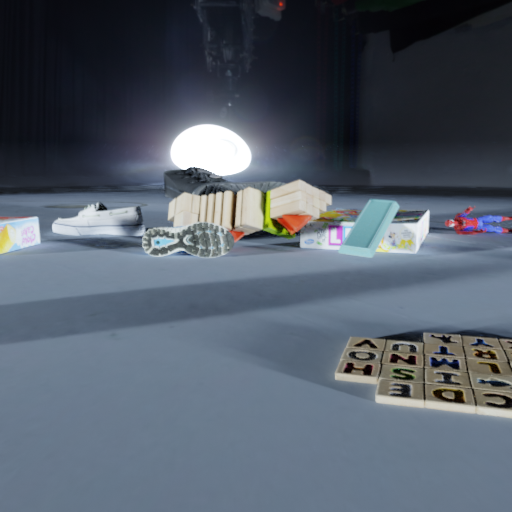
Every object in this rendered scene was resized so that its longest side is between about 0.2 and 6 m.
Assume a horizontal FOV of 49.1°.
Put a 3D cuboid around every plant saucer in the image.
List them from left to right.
[{"bbox_3d":[2.287,-0.614,11.272,0.696,0.189,1.991,8,38,27],"label":"plant saucer"}]

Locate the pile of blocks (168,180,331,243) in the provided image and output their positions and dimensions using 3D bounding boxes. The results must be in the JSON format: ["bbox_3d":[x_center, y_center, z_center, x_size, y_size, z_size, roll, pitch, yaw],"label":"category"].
[{"bbox_3d":[-0.222,-0.703,12.237,3.685,1.145,1.513,-3,-17,22],"label":"pile of blocks"}]

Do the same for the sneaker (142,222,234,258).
[{"bbox_3d":[-1.316,-0.364,11.259,1.807,0.708,0.813,2,8,6],"label":"sneaker"}]

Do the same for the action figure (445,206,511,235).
[{"bbox_3d":[5.892,-0.872,14.355,1.958,0.639,0.969,-1,-7,-3],"label":"action figure"}]

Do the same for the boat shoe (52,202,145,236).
[{"bbox_3d":[-4.114,-0.990,14.681,2.503,0.836,0.921,1,9,6],"label":"boat shoe"}]

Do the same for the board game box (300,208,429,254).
[{"bbox_3d":[2.726,-0.681,13.376,2.467,0.628,3.669,3,10,20],"label":"board game box"}]

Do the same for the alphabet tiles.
[{"bbox_3d":[1.860,0.985,4.934,2.189,0.083,1.830,3,10,16],"label":"alphabet tiles"}]

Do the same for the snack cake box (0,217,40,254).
[{"bbox_3d":[-5.611,-0.449,11.956,1.109,0.648,1.928,-1,9,7],"label":"snack cake box"}]

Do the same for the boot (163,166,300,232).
[{"bbox_3d":[-0.661,-1.621,15.322,3.180,1.266,3.858,9,7,-23],"label":"boot"}]
